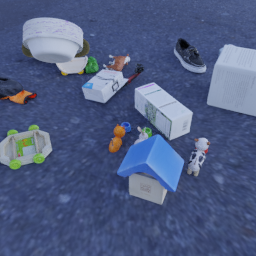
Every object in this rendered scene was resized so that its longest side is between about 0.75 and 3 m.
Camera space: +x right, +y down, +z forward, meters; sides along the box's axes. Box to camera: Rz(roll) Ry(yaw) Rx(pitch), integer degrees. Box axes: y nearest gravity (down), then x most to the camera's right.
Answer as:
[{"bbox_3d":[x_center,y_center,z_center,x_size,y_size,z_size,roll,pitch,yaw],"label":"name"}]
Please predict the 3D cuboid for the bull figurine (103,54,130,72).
[{"bbox_3d":[-0.456,-2.745,11.843,0.858,0.460,1.414,8,39,13],"label":"bull figurine"}]

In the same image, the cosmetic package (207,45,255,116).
[{"bbox_3d":[3.997,-1.635,9.604,2.001,1.651,1.650,18,44,20],"label":"cosmetic package"}]

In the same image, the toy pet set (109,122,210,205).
[{"bbox_3d":[0.648,0.451,7.316,2.774,1.473,2.590,14,42,16],"label":"toy pet set"}]

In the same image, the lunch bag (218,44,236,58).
[{"bbox_3d":[4.617,-3.274,12.360,0.942,0.599,0.798,-33,48,-20],"label":"lunch bag"}]

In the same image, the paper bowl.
[{"bbox_3d":[-2.215,-2.504,8.345,1.734,0.902,1.734,0,-3,0],"label":"paper bowl"}]

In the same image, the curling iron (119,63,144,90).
[{"bbox_3d":[-0.085,-1.873,10.819,0.266,0.516,2.080,24,56,38],"label":"curling iron"}]

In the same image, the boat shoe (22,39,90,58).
[{"bbox_3d":[-3.119,-3.517,12.333,2.855,1.020,0.938,-4,8,-4],"label":"boat shoe"}]

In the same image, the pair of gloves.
[{"bbox_3d":[-5.067,-0.975,9.845,2.647,0.367,2.971,19,43,21],"label":"pair of gloves"}]

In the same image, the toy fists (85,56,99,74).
[{"bbox_3d":[-1.555,-2.676,11.825,0.551,0.372,1.080,-9,40,-11],"label":"toy fists"}]

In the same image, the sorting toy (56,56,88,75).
[{"bbox_3d":[-2.364,-2.740,11.742,1.286,0.687,1.158,-6,30,-10],"label":"sorting toy"}]

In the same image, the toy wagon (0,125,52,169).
[{"bbox_3d":[-3.155,0.582,8.024,1.829,0.362,1.419,-14,42,-15],"label":"toy wagon"}]

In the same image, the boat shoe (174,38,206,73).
[{"bbox_3d":[2.690,-3.229,12.146,0.820,0.776,2.344,-9,41,-10],"label":"boat shoe"}]

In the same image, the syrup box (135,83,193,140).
[{"bbox_3d":[1.071,-0.595,9.041,0.833,0.805,2.045,-21,44,-22],"label":"syrup box"}]

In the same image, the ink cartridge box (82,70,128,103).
[{"bbox_3d":[-0.804,-1.650,10.288,0.938,0.540,1.619,14,46,31],"label":"ink cartridge box"}]
